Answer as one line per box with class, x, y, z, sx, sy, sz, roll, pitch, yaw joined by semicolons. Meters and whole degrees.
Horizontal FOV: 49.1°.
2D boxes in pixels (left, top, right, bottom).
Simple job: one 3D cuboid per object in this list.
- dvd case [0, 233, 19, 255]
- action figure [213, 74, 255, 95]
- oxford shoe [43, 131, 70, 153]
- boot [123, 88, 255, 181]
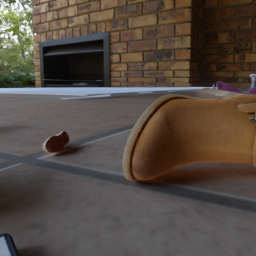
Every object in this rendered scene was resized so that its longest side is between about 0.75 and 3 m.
dvd case;-1.058;1.172;1.106;1.526;0.188;2.139;-7;12;-32
action figure;4.667;-0.987;11.382;2.700;2.010;1.808;18;51;11
oxford shoe;-1.515;0.339;5.686;0.369;0.354;1.001;-22;5;12
boot;1.558;0.276;4.051;2.258;1.115;2.908;25;32;37
